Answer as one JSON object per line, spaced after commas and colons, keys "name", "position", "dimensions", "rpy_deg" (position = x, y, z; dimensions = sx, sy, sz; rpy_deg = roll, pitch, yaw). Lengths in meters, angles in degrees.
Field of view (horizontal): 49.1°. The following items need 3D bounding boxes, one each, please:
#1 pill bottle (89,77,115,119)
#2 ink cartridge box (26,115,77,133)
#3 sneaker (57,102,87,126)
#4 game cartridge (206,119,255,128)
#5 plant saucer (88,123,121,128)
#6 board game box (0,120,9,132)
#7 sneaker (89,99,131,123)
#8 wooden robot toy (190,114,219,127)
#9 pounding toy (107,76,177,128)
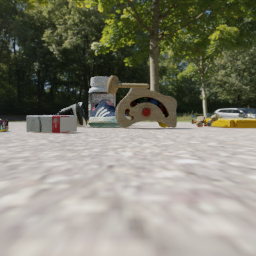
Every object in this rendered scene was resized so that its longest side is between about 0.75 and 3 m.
{"name": "pill bottle", "position": [-1.414, -1.426, 15.280], "dimensions": [1.457, 2.558, 1.457], "rpy_deg": [0, 2, 0]}
{"name": "ink cartridge box", "position": [-1.808, -0.100, 6.654], "dimensions": [0.967, 0.401, 0.710], "rpy_deg": [1, 3, 21]}
{"name": "sneaker", "position": [-2.522, -0.469, 12.381], "dimensions": [1.093, 1.019, 2.756], "rpy_deg": [-11, 0, -26]}
{"name": "game cartridge", "position": [4.470, -0.210, 11.167], "dimensions": [2.072, 0.381, 2.350], "rpy_deg": [0, 1, -10]}
{"name": "plant saucer", "position": [-0.869, -0.120, 11.033], "dimensions": [1.452, 0.199, 1.452], "rpy_deg": [1, 0, 0]}
{"name": "board game box", "position": [-3.694, -0.060, 7.110], "dimensions": [1.081, 0.307, 0.894], "rpy_deg": [-1, 0, -12]}
{"name": "sneaker", "position": [-0.815, -0.734, 12.572], "dimensions": [1.036, 1.167, 2.763], "rpy_deg": [17, -9, -40]}
{"name": "wooden robot toy", "position": [2.822, -0.169, 10.634], "dimensions": [1.171, 0.516, 0.531], "rpy_deg": [-6, 33, 38]}
{"name": "pounding toy", "position": [0.452, -0.643, 9.771], "dimensions": [2.790, 1.595, 1.601], "rpy_deg": [19, 0, -7]}
